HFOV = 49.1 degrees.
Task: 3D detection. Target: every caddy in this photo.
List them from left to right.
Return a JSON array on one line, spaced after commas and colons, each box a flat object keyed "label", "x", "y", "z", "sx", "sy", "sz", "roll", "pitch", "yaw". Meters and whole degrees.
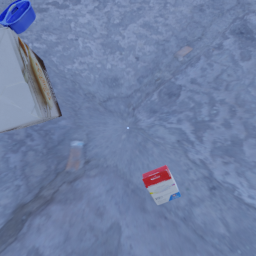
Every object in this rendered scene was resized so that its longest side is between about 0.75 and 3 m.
[{"label": "caddy", "x": -3.046, "y": -3.095, "z": 7.679, "sx": 0.741, "sy": 0.551, "sz": 1.049, "roll": 19, "pitch": 66, "yaw": 23}]

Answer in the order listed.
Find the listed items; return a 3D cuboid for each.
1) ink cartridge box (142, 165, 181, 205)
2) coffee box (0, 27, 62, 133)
[{"label": "ink cartridge box", "x": 0.594, "y": 1.008, "z": 5.138, "sx": 0.497, "sy": 0.855, "sz": 0.288, "roll": -23, "pitch": 38, "yaw": 8}, {"label": "coffee box", "x": -2.071, "y": -0.724, "z": 5.247, "sx": 1.004, "sy": 2.520, "sz": 1.441, "roll": -18, "pitch": 96, "yaw": -5}]
